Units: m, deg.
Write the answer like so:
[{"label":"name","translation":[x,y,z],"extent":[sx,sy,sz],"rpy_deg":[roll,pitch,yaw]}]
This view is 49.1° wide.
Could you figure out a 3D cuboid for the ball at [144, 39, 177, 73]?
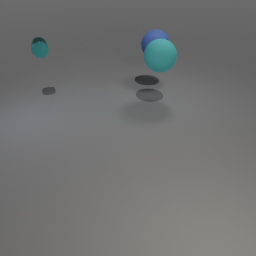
[{"label":"ball","translation":[1.374,-3.075,11.955],"extent":[1.400,1.400,1.400],"rpy_deg":[0,32,0]}]

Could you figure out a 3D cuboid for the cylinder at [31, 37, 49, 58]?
[{"label":"cylinder","translation":[-3.829,-3.493,12.137],"extent":[0.700,0.700,0.700],"rpy_deg":[-9,36,-14]}]

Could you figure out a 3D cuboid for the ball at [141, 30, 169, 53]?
[{"label":"ball","translation":[1.345,-4.085,13.728],"extent":[1.400,1.400,1.400],"rpy_deg":[0,32,0]}]
